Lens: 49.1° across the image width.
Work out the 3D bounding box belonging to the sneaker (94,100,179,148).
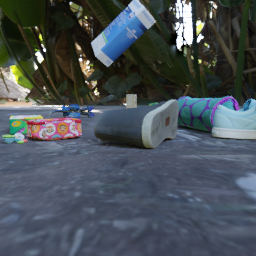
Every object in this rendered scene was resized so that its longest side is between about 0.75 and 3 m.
[{"bbox_3d":[0.394,-0.237,7.677,1.586,1.117,2.986,5,9,24],"label":"sneaker"}]

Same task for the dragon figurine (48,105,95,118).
[{"bbox_3d":[-3.330,-0.996,16.783,2.705,0.796,1.345,-3,6,-37],"label":"dragon figurine"}]

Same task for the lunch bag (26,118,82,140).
[{"bbox_3d":[-2.183,0.020,8.215,1.468,0.601,1.293,-3,2,-31],"label":"lunch bag"}]

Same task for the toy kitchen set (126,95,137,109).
[{"bbox_3d":[0.822,-1.625,19.581,1.323,1.463,1.621,4,11,26],"label":"toy kitchen set"}]

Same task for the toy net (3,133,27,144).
[{"bbox_3d":[-2.972,0.254,7.544,0.553,0.204,1.055,-1,6,-8],"label":"toy net"}]

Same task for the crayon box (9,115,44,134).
[{"bbox_3d":[-3.559,-0.146,9.831,1.065,0.522,1.794,-2,6,-21],"label":"crayon box"}]

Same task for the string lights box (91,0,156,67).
[{"bbox_3d":[-0.217,-3.201,9.418,0.640,2.170,1.115,37,23,-38],"label":"string lights box"}]

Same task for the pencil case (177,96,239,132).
[{"bbox_3d":[2.788,-0.560,10.362,1.334,1.228,2.886,-22,13,-16],"label":"pencil case"}]

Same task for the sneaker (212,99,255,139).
[{"bbox_3d":[3.873,-0.272,8.093,2.774,1.137,1.025,0,7,-2],"label":"sneaker"}]

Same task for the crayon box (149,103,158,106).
[{"bbox_3d":[1.814,-1.208,18.518,0.425,0.867,1.460,3,7,25],"label":"crayon box"}]
